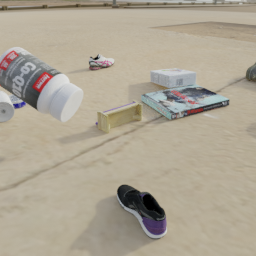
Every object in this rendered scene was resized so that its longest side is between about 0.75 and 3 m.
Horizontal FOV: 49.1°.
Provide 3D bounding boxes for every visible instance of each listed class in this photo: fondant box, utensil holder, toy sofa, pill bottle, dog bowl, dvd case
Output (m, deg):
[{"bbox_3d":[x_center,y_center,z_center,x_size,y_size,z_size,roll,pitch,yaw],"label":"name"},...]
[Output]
[{"bbox_3d":[2.111,-2.421,13.367,1.439,0.581,1.995,-10,21,-18],"label":"fondant box"},{"bbox_3d":[-4.747,-0.802,10.414,0.887,0.887,1.044,-17,35,-28],"label":"utensil holder"},{"bbox_3d":[-0.340,-0.479,9.998,1.672,0.692,0.816,-21,36,-33],"label":"toy sofa"},{"bbox_3d":[-2.606,-1.257,8.321,2.353,1.340,1.340,32,36,8],"label":"pill bottle"},{"bbox_3d":[-4.636,-1.088,11.490,0.845,0.333,0.845,0,29,0],"label":"dog bowl"},{"bbox_3d":[2.359,-1.167,11.649,2.979,0.328,2.174,-15,32,-24],"label":"dvd case"}]

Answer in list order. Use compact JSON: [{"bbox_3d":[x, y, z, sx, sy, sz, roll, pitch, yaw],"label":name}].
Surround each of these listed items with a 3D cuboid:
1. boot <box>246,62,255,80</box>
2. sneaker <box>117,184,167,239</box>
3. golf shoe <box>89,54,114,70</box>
[{"bbox_3d":[7.551,-2.710,13.827,2.657,0.964,2.416,18,47,42],"label":"boot"},{"bbox_3d":[0.314,1.589,6.162,0.615,0.711,1.623,-18,33,-29],"label":"sneaker"},{"bbox_3d":[-1.473,-3.867,16.131,1.743,0.802,0.633,-23,36,-38],"label":"golf shoe"}]
